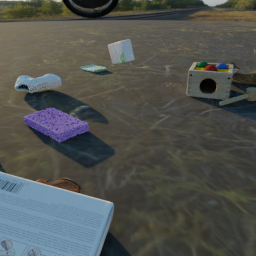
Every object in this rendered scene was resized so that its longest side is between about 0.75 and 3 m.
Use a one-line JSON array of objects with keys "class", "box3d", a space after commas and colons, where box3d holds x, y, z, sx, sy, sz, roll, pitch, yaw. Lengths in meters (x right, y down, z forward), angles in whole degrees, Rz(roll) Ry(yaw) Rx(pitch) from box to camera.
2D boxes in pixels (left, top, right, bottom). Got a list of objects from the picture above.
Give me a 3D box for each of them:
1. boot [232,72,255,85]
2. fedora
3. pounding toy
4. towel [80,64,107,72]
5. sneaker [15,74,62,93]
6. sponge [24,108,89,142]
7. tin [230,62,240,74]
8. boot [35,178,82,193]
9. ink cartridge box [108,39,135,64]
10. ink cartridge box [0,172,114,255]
[{"class": "boot", "box3d": [5.666, -2.279, 12.139, 2.188, 0.826, 0.806, 18, 33, 35]}, {"class": "fedora", "box3d": [-1.225, -4.656, 9.225, 2.008, 2.008, 0.917, -6, -5, -12]}, {"class": "pounding toy", "box3d": [3.599, -1.753, 10.598, 2.561, 1.172, 2.250, 9, 26, 18]}, {"class": "towel", "box3d": [-1.815, -3.150, 14.747, 0.923, 0.142, 1.210, -22, 33, -37]}, {"class": "sneaker", "box3d": [-3.600, -1.711, 11.270, 1.907, 0.671, 0.764, -4, 37, 3]}, {"class": "sponge", "box3d": [-2.145, -0.143, 8.268, 1.835, 0.274, 1.024, 21, 33, 38]}, {"class": "tin", "box3d": [4.382, -2.459, 12.239, 0.345, 0.922, 1.647, 55, 27, 12]}, {"class": "boot", "box3d": [-1.541, 1.349, 4.986, 1.103, 0.380, 1.183, -5, 19, 20]}, {"class": "ink cartridge box", "box3d": [-0.324, -2.836, 10.520, 0.438, 0.763, 1.302, -22, 18, -25]}, {"class": "ink cartridge box", "box3d": [-1.515, 1.603, 3.938, 2.209, 0.494, 1.946, 13, 33, 7]}]
